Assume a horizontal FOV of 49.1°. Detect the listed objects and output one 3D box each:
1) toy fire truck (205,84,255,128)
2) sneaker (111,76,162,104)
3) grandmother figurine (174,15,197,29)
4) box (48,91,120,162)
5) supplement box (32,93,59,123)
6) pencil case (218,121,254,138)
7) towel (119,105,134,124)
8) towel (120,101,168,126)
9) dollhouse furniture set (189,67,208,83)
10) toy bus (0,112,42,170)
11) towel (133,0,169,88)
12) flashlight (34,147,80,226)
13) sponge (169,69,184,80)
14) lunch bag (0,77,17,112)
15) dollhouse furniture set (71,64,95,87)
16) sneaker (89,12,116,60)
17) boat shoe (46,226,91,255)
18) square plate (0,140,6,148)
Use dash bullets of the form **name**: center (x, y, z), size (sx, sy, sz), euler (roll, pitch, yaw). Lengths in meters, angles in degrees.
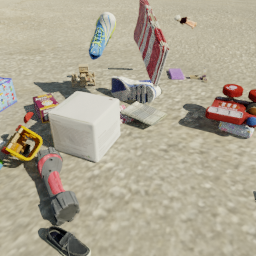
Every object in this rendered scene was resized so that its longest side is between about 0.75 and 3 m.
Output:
- **toy fire truck**: center (4.605, -0.665, 11.384), size (2.535, 1.421, 2.129), euler (16, 36, 22)
- **sneaker**: center (0.557, -1.879, 13.778), size (2.714, 1.097, 1.567), euler (19, 25, 35)
- **grandmother figurine**: center (2.821, -5.261, 13.812), size (1.171, 0.710, 0.355), euler (13, 69, -18)
- **box**: center (-1.528, -0.120, 10.370), size (1.947, 1.668, 1.937), euler (14, 36, 20)
- **supplement box**: center (-3.590, -0.903, 12.442), size (0.893, 0.704, 1.364), euler (-18, 38, -25)
- **pencil case**: center (4.336, -0.042, 11.213), size (1.325, 0.601, 0.551), euler (22, 65, 25)
- **towel**: center (-0.687, -0.548, 12.320), size (1.695, 0.254, 1.240), euler (-16, 36, -22)
- **towel**: center (0.734, -0.663, 12.139), size (1.563, 0.280, 1.623), euler (23, 29, 23)
- **dollhouse furniture set**: center (3.946, -3.000, 15.635), size (0.963, 0.683, 0.763), euler (2, 34, 3)
- **toy bus**: center (-3.632, 0.632, 9.710), size (1.062, 1.940, 2.056), euler (35, 26, -18)
- **towel**: center (0.793, -3.265, 10.818), size (0.325, 2.058, 2.857), euler (-9, 60, -13)
- **flashlight**: center (-2.135, 1.616, 8.492), size (0.891, 0.888, 2.623), euler (-15, 35, -24)
- **sponge**: center (2.814, -3.145, 16.309), size (0.716, 0.191, 1.283), euler (0, 34, -1)
- **lunch bag**: center (-5.916, -1.416, 12.738), size (0.770, 1.233, 1.638), euler (7, 34, 11)
- **dollhouse furniture set**: center (-2.429, -2.743, 15.418), size (1.236, 0.876, 1.346), euler (-4, 55, -4)
- **sneaker**: center (-1.113, -3.712, 11.793), size (0.838, 2.212, 1.162), euler (15, 58, -13)
- **boat shoe**: center (-1.520, 2.867, 7.008), size (1.337, 0.416, 0.499), euler (20, 36, 25)
- **square plate**: center (-5.248, 0.741, 10.469), size (0.981, 0.141, 0.991), euler (10, 35, 14)
